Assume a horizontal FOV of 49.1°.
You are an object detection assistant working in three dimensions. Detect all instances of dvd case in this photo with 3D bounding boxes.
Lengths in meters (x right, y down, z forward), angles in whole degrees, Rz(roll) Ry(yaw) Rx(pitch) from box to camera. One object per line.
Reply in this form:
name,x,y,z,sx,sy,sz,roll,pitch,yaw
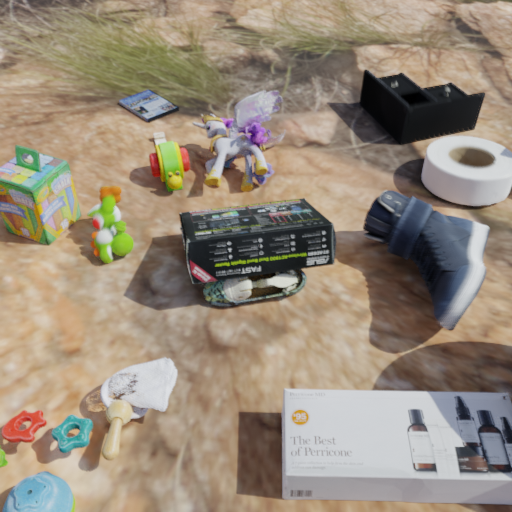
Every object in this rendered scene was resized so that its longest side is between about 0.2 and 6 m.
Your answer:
dvd case,-2.464,-3.462,12.890,0.858,0.106,1.203,-32,51,-31

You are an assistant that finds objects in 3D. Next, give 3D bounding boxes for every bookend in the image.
bookend,3.577,-3.431,12.298,1.889,0.870,1.878,-13,45,-14

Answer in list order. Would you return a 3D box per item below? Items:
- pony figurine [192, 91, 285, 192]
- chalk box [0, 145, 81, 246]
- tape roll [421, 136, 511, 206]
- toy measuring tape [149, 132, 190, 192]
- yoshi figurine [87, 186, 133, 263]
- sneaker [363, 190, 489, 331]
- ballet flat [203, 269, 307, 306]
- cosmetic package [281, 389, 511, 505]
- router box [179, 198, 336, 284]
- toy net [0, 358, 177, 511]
pony figurine,-0.267,-2.174,10.756,1.813,1.564,1.878,-11,59,1
chalk box,-3.699,-1.109,9.352,0.941,1.513,0.937,17,46,18
tape roll,3.985,-1.618,10.513,1.647,0.576,1.647,0,39,0
toy measuring tape,-1.764,-2.064,10.937,0.802,0.802,2.180,-11,44,-11
yoshi figurine,-2.300,-0.493,9.231,0.691,0.694,1.234,-12,74,33
sneaker,2.404,-0.036,8.375,1.859,0.978,2.572,26,35,9
ballet flat,0.005,0.407,8.376,1.588,0.590,0.590,-11,44,-10
cosmetic package,1.648,2.172,6.481,2.691,0.681,1.111,0,42,1
router box,-0.049,-0.287,8.684,2.185,0.679,1.637,-7,21,-8
toy net,-2.053,2.096,6.750,1.347,0.496,2.568,27,48,29
